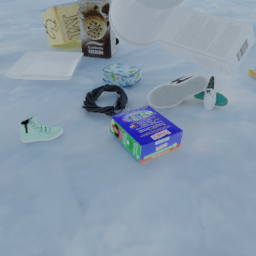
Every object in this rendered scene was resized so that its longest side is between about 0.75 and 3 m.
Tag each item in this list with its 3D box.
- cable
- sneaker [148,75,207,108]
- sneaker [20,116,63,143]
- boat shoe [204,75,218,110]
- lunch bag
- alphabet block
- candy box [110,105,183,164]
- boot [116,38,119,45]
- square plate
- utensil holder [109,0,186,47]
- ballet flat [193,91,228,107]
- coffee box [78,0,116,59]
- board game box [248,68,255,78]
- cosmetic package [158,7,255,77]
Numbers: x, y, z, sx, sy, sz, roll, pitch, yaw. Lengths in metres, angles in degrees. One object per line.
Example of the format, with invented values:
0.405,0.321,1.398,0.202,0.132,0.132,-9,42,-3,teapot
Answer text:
-0.726,-0.908,9.072,1.402,0.437,1.718,-2,37,6,cable
1.516,-1.155,9.063,1.966,0.771,0.781,-18,11,-8,sneaker
-2.314,-0.008,7.484,1.112,0.656,0.409,-11,35,-18,sneaker
2.584,-1.142,8.879,0.401,0.364,1.090,2,72,35,boat shoe
-0.212,-1.983,10.426,1.300,0.536,1.045,20,41,27,lunch bag
-2.973,-5.034,13.485,1.646,1.676,1.637,-28,27,-32,alphabet block
0.448,0.100,7.385,1.294,0.589,1.530,-18,38,-26,candy box
-1.295,-4.307,13.702,1.681,0.628,0.815,-5,37,-4,boot
-3.251,-2.510,11.343,2.545,0.362,2.521,1,35,2,square plate
0.555,-3.753,8.131,2.038,2.038,2.398,-6,-4,-9,utensil holder
2.743,-0.998,9.178,1.233,0.428,0.428,27,43,35,ballet flat
-1.305,-4.420,12.250,1.384,2.448,0.977,8,34,11,coffee box
5.457,-1.788,10.394,0.913,0.287,1.912,-10,34,-13,board game box
1.580,-1.806,5.797,1.715,0.611,0.870,33,90,35,cosmetic package
